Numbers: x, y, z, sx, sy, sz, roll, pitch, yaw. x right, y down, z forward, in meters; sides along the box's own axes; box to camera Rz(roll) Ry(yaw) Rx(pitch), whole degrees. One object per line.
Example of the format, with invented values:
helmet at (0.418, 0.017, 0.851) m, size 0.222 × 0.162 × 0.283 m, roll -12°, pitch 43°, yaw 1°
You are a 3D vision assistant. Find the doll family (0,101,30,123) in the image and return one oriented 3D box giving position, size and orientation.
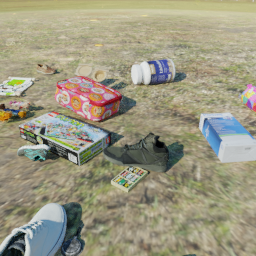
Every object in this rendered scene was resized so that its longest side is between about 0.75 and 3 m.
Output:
doll family at (-4.660, -0.643, 11.119) m, size 1.103 × 0.801 × 1.777 m, roll 9°, pitch 12°, yaw 30°

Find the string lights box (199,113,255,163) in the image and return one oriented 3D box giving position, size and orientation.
string lights box at (3.303, 0.238, 9.421) m, size 1.127 × 0.647 × 2.193 m, roll -3°, pitch 29°, yaw -5°

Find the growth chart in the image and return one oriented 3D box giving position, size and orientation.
growth chart at (-5.811, -2.112, 14.125) m, size 1.826 × 0.224 × 2.523 m, roll 1°, pitch 28°, yaw 4°

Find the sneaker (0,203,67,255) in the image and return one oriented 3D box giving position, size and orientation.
sneaker at (-1.909, 2.276, 5.530) m, size 0.893 × 0.866 × 2.447 m, roll 6°, pitch 30°, yaw 10°

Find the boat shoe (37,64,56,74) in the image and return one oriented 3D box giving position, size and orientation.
boat shoe at (-4.764, -3.426, 16.185) m, size 1.357 × 0.487 × 0.514 m, roll 12°, pitch 31°, yaw 21°

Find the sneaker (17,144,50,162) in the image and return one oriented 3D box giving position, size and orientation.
sneaker at (-2.908, 0.798, 8.510) m, size 1.054 × 0.409 × 0.481 m, roll -9°, pitch 58°, yaw 13°

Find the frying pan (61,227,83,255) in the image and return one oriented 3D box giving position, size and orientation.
frying pan at (-1.107, 2.453, 6.016) m, size 0.465 × 0.125 × 0.768 m, roll 17°, pitch 36°, yaw 27°

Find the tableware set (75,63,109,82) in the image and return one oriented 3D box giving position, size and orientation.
tableware set at (-1.918, -2.156, 13.006) m, size 1.765 × 0.245 × 2.113 m, roll 18°, pitch 69°, yaw 18°

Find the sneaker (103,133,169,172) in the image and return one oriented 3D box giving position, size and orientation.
sneaker at (0.255, 0.585, 8.066) m, size 1.926 × 1.103 × 0.736 m, roll 10°, pitch 27°, yaw 5°

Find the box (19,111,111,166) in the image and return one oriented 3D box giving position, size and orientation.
box at (-2.173, 0.241, 9.572) m, size 2.872 × 0.499 × 1.580 m, roll 19°, pitch 34°, yaw 31°

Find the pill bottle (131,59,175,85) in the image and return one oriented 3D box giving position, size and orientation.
pill bottle at (1.289, -2.870, 14.474) m, size 2.069 × 1.197 × 1.197 m, roll -11°, pitch 31°, yaw -16°

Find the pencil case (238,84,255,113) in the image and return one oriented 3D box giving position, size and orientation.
pencil case at (5.449, -0.976, 11.359) m, size 0.958 × 0.958 × 2.168 m, roll -6°, pitch 30°, yaw -10°

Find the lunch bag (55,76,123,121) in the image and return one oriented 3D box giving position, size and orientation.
lunch bag at (-1.533, -1.307, 11.626) m, size 2.454 × 1.005 × 2.161 m, roll 27°, pitch 30°, yaw 22°

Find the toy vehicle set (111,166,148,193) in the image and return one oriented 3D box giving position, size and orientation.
toy vehicle set at (0.052, 1.400, 7.877) m, size 0.595 × 0.127 × 0.958 m, roll 20°, pitch 35°, yaw 32°
